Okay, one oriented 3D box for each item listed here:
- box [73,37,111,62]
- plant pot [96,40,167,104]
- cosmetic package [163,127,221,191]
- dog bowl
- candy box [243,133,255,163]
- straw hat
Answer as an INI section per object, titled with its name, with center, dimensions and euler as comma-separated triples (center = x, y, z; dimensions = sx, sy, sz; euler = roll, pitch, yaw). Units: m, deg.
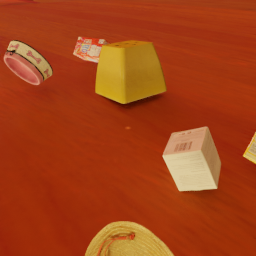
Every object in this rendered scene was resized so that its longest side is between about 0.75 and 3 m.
[box]
center = -1.372, -3.136, 11.331
dimensions = 1.561, 0.778, 0.745
euler = 19, 0, 37
[plant pot]
center = 0.018, -1.840, 8.638
dimensions = 1.699, 1.499, 1.699
euler = -20, 29, -30
[cosmetic package]
center = 1.186, 0.574, 5.097
dimensions = 0.731, 0.874, 0.727
euler = -12, 28, 31
[dog bowl]
center = -3.098, -1.936, 8.598
dimensions = 1.513, 1.513, 0.558
euler = 19, 67, 29
[candy box]
center = 2.652, 0.276, 5.415
dimensions = 0.472, 0.122, 0.924
euler = 33, 76, 8
[straw hat]
center = 0.190, 1.863, 3.220
dimensions = 1.551, 1.551, 0.656
euler = 32, 5, 42
